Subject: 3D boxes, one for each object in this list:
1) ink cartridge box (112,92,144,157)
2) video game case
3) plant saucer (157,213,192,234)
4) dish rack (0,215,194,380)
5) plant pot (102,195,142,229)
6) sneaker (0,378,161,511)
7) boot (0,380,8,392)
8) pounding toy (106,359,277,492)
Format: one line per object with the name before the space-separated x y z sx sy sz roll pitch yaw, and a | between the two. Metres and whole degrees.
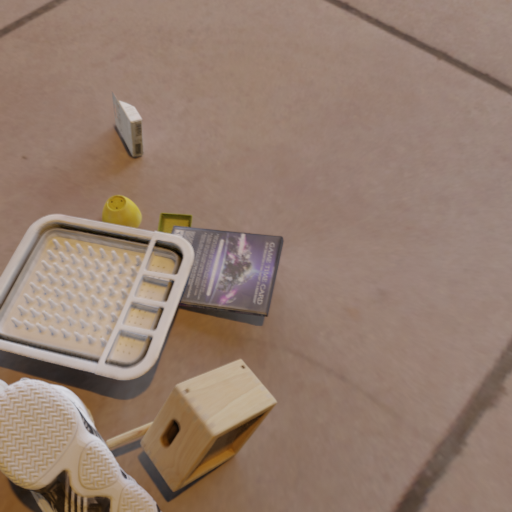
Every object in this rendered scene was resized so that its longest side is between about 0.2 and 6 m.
ink cartridge box | -2.640 -2.751 11.563 0.323 0.921 1.133 -15 55 -19
video game case | -0.670 0.233 9.883 2.091 0.198 1.494 7 64 13
plant saucer | -1.529 -0.479 10.544 0.624 0.150 0.625 4 75 3
dish rack | -2.728 0.678 9.339 3.068 0.668 2.633 11 60 10
plant pot | -2.590 -0.836 10.606 0.753 0.535 0.753 0 59 0
sneaker | -2.374 3.140 7.744 1.332 2.037 3.545 -34 98 -18
boot | -4.279 2.965 8.083 0.891 1.158 2.423 31 94 -6
pounding toy | -0.937 2.382 7.941 1.562 1.697 1.206 -11 50 -50
